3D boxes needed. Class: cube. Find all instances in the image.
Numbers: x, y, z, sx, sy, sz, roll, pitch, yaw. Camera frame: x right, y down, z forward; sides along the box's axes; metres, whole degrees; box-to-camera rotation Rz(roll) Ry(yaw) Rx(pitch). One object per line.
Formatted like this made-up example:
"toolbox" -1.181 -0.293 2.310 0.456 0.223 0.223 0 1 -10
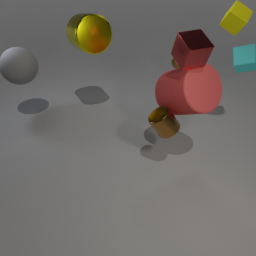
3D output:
"cube" 4.113 -2.426 9.839 0.700 0.700 0.700 -4 -14 29
"cube" 1.621 -1.987 7.136 0.700 0.700 0.700 -14 59 -18
"cube" 3.769 -3.826 9.775 0.700 0.700 0.700 34 63 -1

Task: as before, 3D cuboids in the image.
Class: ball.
"ball" -4.135 -2.346 10.627 1.400 1.400 1.400 0 32 0

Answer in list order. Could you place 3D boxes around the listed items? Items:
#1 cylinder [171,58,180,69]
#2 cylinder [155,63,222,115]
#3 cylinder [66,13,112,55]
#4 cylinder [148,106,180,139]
"cylinder" 2.245 -2.861 11.821 0.700 0.700 0.700 -2 2 -3
"cylinder" 1.736 -1.088 8.174 1.400 1.400 1.400 -19 9 -27
"cylinder" -1.492 -3.590 10.618 1.400 1.400 1.400 -15 27 -22
"cylinder" 1.051 -0.160 8.129 0.700 0.700 0.700 -29 31 19
